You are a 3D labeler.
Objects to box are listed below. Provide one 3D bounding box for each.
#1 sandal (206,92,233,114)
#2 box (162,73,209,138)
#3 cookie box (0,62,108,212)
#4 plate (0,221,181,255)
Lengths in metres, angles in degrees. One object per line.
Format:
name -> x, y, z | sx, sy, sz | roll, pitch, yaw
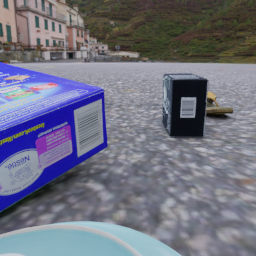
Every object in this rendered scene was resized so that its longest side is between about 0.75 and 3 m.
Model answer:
sandal -> 2.421, -0.867, 8.968 | 0.982, 0.660, 2.444 | -3, 16, -11
box -> 1.308, -0.590, 6.707 | 0.824, 1.329, 1.307 | 0, 15, 0
cookie box -> -2.218, -0.098, 4.241 | 2.932, 1.102, 2.508 | 19, 32, 33
plate -> -0.686, 1.224, 1.613 | 2.691, 0.344, 2.691 | -6, 15, 2
